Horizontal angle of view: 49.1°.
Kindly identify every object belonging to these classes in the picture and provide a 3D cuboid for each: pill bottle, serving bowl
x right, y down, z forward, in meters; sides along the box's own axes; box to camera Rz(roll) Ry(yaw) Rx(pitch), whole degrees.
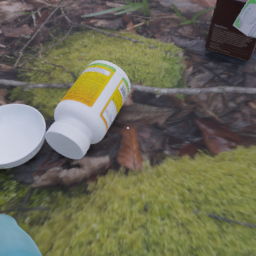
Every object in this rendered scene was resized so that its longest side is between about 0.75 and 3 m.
[{"bbox_3d":[-1.080,-0.505,7.698,1.471,1.471,2.649,18,54,14],"label":"pill bottle"},{"bbox_3d":[-3.191,0.289,7.597,2.014,0.662,2.014,0,52,-1],"label":"serving bowl"}]

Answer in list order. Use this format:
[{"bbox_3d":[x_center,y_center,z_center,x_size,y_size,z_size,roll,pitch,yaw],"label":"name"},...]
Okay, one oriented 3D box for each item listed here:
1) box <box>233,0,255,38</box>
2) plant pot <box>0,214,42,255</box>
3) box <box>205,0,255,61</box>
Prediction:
[{"bbox_3d":[3.262,-2.716,6.486,1.070,1.213,0.587,-2,45,-32],"label":"box"},{"bbox_3d":[-2.491,2.569,5.312,1.635,1.635,1.536,-28,43,-20],"label":"plant pot"},{"bbox_3d":[4.029,-3.894,10.001,1.715,2.089,1.733,25,56,18],"label":"box"}]
